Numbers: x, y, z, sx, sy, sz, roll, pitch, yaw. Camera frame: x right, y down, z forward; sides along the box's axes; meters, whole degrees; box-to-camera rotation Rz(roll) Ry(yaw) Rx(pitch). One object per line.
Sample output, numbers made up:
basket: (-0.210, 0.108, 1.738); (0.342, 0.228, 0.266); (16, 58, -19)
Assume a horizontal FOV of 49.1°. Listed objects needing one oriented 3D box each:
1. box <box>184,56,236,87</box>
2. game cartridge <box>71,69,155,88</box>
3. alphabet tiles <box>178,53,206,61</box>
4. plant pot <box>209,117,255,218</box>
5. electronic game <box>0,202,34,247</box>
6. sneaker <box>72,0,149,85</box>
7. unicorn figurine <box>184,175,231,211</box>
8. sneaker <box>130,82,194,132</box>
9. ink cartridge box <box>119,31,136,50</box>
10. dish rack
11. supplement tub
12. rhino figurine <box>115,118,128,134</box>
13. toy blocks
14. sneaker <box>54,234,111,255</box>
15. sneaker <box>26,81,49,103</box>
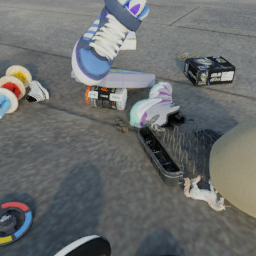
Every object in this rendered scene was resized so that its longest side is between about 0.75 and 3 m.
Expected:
box: (3.429, -2.434, 11.883); (1.690, 0.728, 1.384); (-6, 35, -9)
game cartridge: (-0.338, -1.854, 10.305); (1.963, 0.596, 2.943); (20, 19, 32)
alphabet tiles: (3.270, -3.487, 13.972); (1.413, 0.045, 1.176); (28, 44, 33)
plant pot: (2.755, 0.842, 6.159); (1.619, 2.412, 2.412); (-2, 29, 35)
electronic game: (-2.602, 2.030, 6.010); (1.106, 0.230, 1.106); (0, 36, 0)
sneaker: (-0.405, -2.762, 7.796); (1.182, 2.147, 2.933); (33, 50, -21)
unicorn figurine: (1.864, 1.534, 6.602); (1.124, 0.415, 0.772); (-2, 49, 25)
sneaker: (1.377, -0.586, 9.151); (1.770, 0.984, 2.531); (20, 44, 23)
ink cartridge box: (-0.072, -4.866, 15.464); (0.977, 0.562, 1.668); (-1, 35, -1)
dish rack: (1.775, 0.552, 7.698); (2.642, 0.721, 2.027); (-12, 38, -16)
supplement tub: (-0.767, -1.113, 9.937); (1.355, 0.830, 0.830); (8, 36, 10)
rhino figurine: (-0.221, -0.102, 9.004); (0.370, 0.253, 0.847); (4, 32, -16)
toy blocks: (-4.923, -1.290, 9.893); (2.328, 1.014, 2.793); (5, 35, -5)
sneaker: (-1.106, 2.854, 4.065); (2.726, 0.953, 1.227); (-36, 44, -25)
sneaker: (-3.611, -1.384, 10.611); (0.742, 0.487, 1.290); (-25, 44, -34)
